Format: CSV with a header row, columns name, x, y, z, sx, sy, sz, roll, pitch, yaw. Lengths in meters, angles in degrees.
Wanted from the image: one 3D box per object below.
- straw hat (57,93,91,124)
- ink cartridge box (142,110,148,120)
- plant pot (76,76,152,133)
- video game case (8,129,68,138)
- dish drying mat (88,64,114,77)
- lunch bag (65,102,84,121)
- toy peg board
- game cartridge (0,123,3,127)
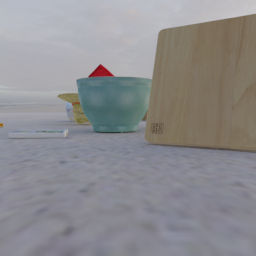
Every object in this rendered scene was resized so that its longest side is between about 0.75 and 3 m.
name,x,y,z,sx,sy,sz,roll,pitch,yaw
straw hat,-1.929,-0.776,12.747,2.864,1.212,2.864,2,-2,0
ink cartridge box,1.521,-0.928,17.329,2.411,0.906,1.986,3,4,35
plant pot,-0.412,-0.707,9.013,2.449,1.641,2.449,0,4,0
video game case,-2.344,0.145,7.530,1.364,0.150,1.244,0,4,-8
dish drying mat,-0.760,-1.836,11.521,1.927,0.740,0.175,35,16,-49
lunch bag,-2.484,-0.973,15.782,1.703,1.277,2.008,2,-6,2
toy peg board,1.888,-0.775,5.847,2.549,2.560,1.252,2,-14,31
game cartridge,-5.605,-0.119,11.071,0.988,0.182,1.121,-3,6,-41
